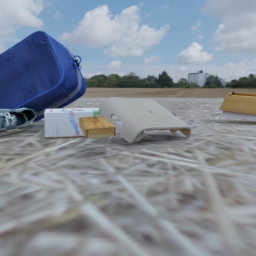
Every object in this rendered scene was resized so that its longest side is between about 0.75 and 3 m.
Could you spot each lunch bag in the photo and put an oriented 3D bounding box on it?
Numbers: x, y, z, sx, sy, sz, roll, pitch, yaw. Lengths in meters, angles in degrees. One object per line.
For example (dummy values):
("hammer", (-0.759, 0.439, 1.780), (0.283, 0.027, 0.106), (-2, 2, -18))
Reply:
("lunch bag", (-2.723, -1.532, 8.813), (2.835, 1.926, 1.876), (-25, -12, 10))

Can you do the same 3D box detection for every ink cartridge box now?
("ink cartridge box", (-1.378, -0.156, 7.293), (1.532, 0.670, 1.113), (-4, 8, -13))

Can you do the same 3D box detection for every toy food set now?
("toy food set", (0.430, -0.143, 6.666), (1.905, 0.575, 1.367), (-1, 33, -40))

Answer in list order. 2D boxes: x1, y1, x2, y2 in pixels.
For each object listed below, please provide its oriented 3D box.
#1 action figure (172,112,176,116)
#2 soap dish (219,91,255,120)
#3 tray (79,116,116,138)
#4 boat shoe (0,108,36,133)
("action figure", (1.252, -0.150, 7.509), (0.261, 0.490, 0.753), (-34, 38, -13))
("soap dish", (4.396, -0.807, 10.004), (2.005, 0.814, 1.577), (8, 15, 24))
("tray", (-0.587, -0.040, 5.129), (0.506, 0.190, 1.025), (-4, 13, -15))
("boat shoe", (-3.121, -0.250, 7.134), (0.634, 0.747, 2.051), (-25, -4, 16))
